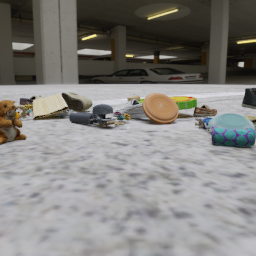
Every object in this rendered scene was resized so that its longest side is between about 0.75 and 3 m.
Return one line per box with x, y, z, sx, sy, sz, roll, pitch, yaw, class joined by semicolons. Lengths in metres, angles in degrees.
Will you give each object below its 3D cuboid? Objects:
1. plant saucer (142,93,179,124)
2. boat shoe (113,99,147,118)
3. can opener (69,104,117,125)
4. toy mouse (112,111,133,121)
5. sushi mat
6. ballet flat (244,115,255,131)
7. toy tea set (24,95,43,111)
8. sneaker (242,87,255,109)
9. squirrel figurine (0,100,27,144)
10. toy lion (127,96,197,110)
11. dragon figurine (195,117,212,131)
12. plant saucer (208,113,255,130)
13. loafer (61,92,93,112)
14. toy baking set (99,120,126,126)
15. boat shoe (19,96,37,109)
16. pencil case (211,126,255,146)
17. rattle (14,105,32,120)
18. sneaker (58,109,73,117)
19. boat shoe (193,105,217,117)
1.136;-0.710;9.603;1.295;1.295;0.209;-4;-32;-19;plant saucer
0.243;-0.740;10.451;2.027;0.662;0.746;-1;12;35;boat shoe
-1.177;-0.475;9.184;2.050;0.685;0.547;7;12;43;can opener
-0.290;-0.397;9.521;0.735;0.160;0.827;3;24;-29;toy mouse
-3.256;-0.946;11.488;1.323;0.167;2.765;-18;23;-13;sushi mat
4.000;-0.111;8.253;1.477;0.522;0.522;1;11;0;ballet flat
-3.786;-1.120;12.723;1.847;0.683;1.098;5;12;25;toy tea set
6.331;-1.460;13.663;0.702;0.997;1.877;-5;12;-24;sneaker
-3.150;-0.212;7.104;1.096;1.023;0.776;10;15;42;squirrel figurine
1.472;-0.988;11.256;2.248;0.805;2.345;-17;19;-40;toy lion
2.438;-0.159;8.665;0.564;0.334;1.135;-2;10;-10;dragon figurine
2.887;-0.146;7.791;1.245;0.240;1.245;-3;32;2;plant saucer
-2.401;-1.181;12.999;0.725;0.803;2.123;-8;23;-42;loafer
-0.501;-0.168;9.336;0.848;0.128;1.104;4;13;4;toy baking set
-4.548;-1.275;13.716;0.682;0.614;1.896;5;12;26;boat shoe
2.448;0.183;6.544;0.967;0.447;0.411;2;-19;18;pencil case
-3.905;-0.502;10.585;0.632;0.576;0.885;21;-6;33;rattle
-2.446;-0.611;11.027;0.786;0.340;0.294;5;13;29;sneaker
3.125;-0.705;11.208;1.236;0.444;0.468;-8;13;-35;boat shoe
